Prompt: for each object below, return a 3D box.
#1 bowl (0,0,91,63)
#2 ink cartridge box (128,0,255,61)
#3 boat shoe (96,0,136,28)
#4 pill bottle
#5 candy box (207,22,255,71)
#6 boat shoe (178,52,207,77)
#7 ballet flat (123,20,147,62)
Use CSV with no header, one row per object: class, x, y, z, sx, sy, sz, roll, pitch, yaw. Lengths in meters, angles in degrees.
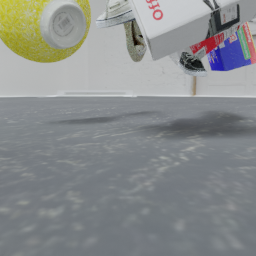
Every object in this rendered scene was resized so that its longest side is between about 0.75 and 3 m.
bowl,-1.959,-2.890,7.464,2.759,2.759,1.485,-8,34,-44
ink cartridge box,1.351,-2.851,5.165,2.881,2.083,1.213,-22,-10,7
boat shoe,-0.213,-4.017,9.027,1.019,1.176,2.759,-26,20,-33
pill bottle,2.150,-2.916,7.600,2.586,1.452,1.452,-38,6,5
candy box,3.288,-3.287,9.754,1.133,2.486,2.941,-17,10,13
boat shoe,1.319,-1.319,5.687,0.395,0.365,1.069,0,26,-6
ballet flat,0.358,-3.575,10.941,0.849,2.724,0.919,28,66,32
